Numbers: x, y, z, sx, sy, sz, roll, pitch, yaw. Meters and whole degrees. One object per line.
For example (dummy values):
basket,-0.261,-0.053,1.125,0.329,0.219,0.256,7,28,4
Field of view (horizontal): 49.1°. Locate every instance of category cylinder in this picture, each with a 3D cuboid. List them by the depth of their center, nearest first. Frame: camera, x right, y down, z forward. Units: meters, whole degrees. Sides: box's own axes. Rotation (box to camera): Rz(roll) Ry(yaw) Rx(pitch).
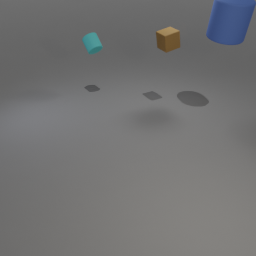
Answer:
cylinder,3.689,-3.943,10.148,1.400,1.400,1.400,2,40,-2
cylinder,-1.593,-3.780,12.540,0.700,0.700,0.700,-26,-4,-2

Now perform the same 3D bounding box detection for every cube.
cube,1.617,-3.558,11.272,0.700,0.700,0.700,-24,40,-15
